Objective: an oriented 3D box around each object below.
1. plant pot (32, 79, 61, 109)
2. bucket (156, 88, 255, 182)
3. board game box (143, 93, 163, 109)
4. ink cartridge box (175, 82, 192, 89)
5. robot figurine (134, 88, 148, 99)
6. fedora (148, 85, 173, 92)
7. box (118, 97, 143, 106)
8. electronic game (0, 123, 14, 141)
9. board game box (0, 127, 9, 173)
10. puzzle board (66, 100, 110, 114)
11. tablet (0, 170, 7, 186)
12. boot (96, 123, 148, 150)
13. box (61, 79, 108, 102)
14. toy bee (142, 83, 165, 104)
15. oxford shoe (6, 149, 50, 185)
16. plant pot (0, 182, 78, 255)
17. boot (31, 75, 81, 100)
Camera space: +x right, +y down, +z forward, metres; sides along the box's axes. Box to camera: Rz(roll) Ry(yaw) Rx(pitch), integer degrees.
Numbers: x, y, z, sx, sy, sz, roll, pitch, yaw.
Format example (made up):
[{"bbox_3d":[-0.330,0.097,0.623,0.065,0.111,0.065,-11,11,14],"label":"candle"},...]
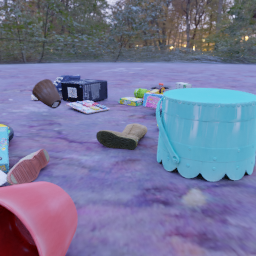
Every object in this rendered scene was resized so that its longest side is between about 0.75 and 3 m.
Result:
[{"bbox_3d":[-3.153,-1.271,11.208,0.940,0.940,1.006,-19,60,-48],"label":"plant pot"},{"bbox_3d":[1.942,-0.006,6.971,2.630,1.711,2.630,1,16,0],"label":"bucket"},{"bbox_3d":[2.345,-0.966,11.575,2.769,0.558,2.119,13,10,38],"label":"board game box"},{"bbox_3d":[3.139,-2.159,15.914,0.433,0.764,1.043,-6,18,-22],"label":"ink cartridge box"},{"bbox_3d":[0.736,-1.866,15.306,0.942,0.545,0.826,8,-4,28],"label":"robot figurine"},{"bbox_3d":[1.743,-1.875,15.146,1.278,0.652,1.445,6,20,24],"label":"fedora"},{"bbox_3d":[0.128,-1.346,14.014,1.213,0.293,0.712,12,20,39],"label":"box"},{"bbox_3d":[-4.744,0.291,7.893,2.846,0.592,2.846,1,16,0],"label":"electronic game"},{"bbox_3d":[-3.400,0.518,6.679,1.017,0.316,1.347,-3,40,-21],"label":"board game box"},{"bbox_3d":[-1.834,-0.997,12.724,1.263,0.146,1.676,-13,25,-41],"label":"puzzle board"},{"bbox_3d":[-3.105,1.120,5.491,0.833,0.087,1.280,24,33,27],"label":"tablet"},{"bbox_3d":[-0.148,0.189,8.541,1.285,0.485,1.467,16,20,9],"label":"boot"},{"bbox_3d":[-2.269,-1.982,14.781,1.731,1.034,1.760,12,21,38],"label":"box"},{"bbox_3d":[1.442,-1.746,14.122,1.214,1.008,1.855,8,18,29],"label":"toy bee"},{"bbox_3d":[-2.282,0.922,6.230,0.517,0.496,1.401,-19,9,18],"label":"oxford shoe"},{"bbox_3d":[-1.304,1.292,3.403,1.404,1.404,1.242,4,6,13],"label":"plant pot"},{"bbox_3d":[-3.908,-2.266,15.368,2.781,1.256,1.012,-10,18,-30],"label":"boot"}]
